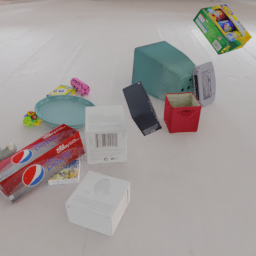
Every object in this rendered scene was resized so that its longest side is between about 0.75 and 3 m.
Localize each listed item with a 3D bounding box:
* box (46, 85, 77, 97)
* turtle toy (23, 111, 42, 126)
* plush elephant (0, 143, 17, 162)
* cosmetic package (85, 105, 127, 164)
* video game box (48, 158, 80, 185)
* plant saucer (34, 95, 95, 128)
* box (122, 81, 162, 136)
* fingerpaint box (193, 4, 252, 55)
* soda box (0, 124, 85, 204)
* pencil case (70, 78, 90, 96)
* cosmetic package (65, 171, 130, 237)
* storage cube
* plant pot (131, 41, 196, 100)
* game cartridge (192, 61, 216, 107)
[{"bbox_3d":[-3.252,-1.732,13.916,0.866,0.357,1.476,13,34,18],"label":"box"},{"bbox_3d":[-4.064,-0.397,11.743,0.727,0.504,0.998,4,34,6],"label":"turtle toy"},{"bbox_3d":[-4.773,0.644,9.042,2.004,1.552,1.651,-31,1,-18],"label":"plush elephant"},{"bbox_3d":[-0.805,0.198,10.025,1.398,1.399,1.695,-3,34,-5],"label":"cosmetic package"},{"bbox_3d":[-2.081,1.412,9.250,0.949,0.244,1.042,-6,34,-3],"label":"video game box"},{"bbox_3d":[-2.640,-0.695,12.068,2.636,0.361,2.636,7,33,-5],"label":"plant saucer"},{"bbox_3d":[0.431,-0.590,8.589,0.640,1.120,1.230,-24,53,8],"label":"box"},{"bbox_3d":[3.178,-3.345,9.418,1.299,0.571,1.557,-21,73,-29],"label":"fingerpaint box"},{"bbox_3d":[-2.771,1.022,8.821,0.895,0.989,2.824,23,46,40],"label":"soda box"},{"bbox_3d":[-2.445,-2.106,14.273,0.599,0.618,1.320,-46,45,-3],"label":"pencil case"},{"bbox_3d":[-0.784,2.051,7.751,1.330,0.820,1.334,13,35,18],"label":"cosmetic package"},{"bbox_3d":[2.163,-0.615,11.409,1.185,1.246,1.386,-4,35,-6],"label":"storage cube"},{"bbox_3d":[1.953,-2.665,13.858,2.091,2.092,2.960,-23,46,-30],"label":"plant pot"},{"bbox_3d":[3.574,-2.031,12.986,1.279,1.921,0.393,-23,24,-30],"label":"game cartridge"}]
